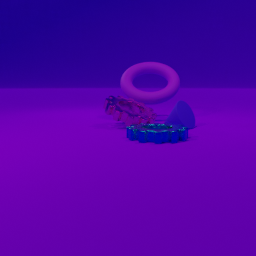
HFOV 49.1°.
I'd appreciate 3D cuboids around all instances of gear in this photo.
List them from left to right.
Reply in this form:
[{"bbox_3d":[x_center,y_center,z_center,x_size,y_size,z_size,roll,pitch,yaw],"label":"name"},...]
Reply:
[{"bbox_3d":[0.063,-0.487,8.061,1.521,0.281,1.521,16,23,-7],"label":"gear"},{"bbox_3d":[0.654,0.096,6.309,1.356,0.251,1.356,0,9,0],"label":"gear"}]

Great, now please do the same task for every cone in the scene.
[{"bbox_3d":[1.301,-0.226,7.898,0.845,0.842,0.842,-28,-11,40],"label":"cone"}]

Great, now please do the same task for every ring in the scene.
[{"bbox_3d":[0.749,-1.554,9.500,2.017,0.403,2.017,-1,49,2],"label":"ring"}]
